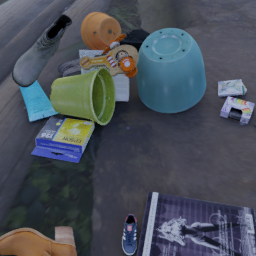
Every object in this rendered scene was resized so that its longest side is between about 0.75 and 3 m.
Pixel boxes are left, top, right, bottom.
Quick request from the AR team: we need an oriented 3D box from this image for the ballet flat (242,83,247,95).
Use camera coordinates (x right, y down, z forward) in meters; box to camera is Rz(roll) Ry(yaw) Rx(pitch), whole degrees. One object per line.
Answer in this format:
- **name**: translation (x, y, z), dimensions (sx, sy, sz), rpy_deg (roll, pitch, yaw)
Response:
- **ballet flat**: translation (5.076, -1.737, 12.366), dimensions (0.326, 0.326, 0.939), rpy_deg (1, 41, 1)

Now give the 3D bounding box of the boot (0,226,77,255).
- **boot**: translation (-2.193, 3.197, 6.550), dimensions (1.973, 0.757, 1.532), rpy_deg (1, 42, -13)

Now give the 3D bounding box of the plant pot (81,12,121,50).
- **plant pot**: translation (-0.991, -3.900, 11.326), dimensions (1.526, 1.526, 1.068), rpy_deg (-26, 28, -26)

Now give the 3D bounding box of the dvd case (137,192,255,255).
- **dvd case**: translation (1.822, 2.824, 7.243), dimensions (2.973, 0.237, 2.211), rpy_deg (8, 42, 9)

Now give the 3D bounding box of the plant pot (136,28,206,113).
- **plant pot**: translation (1.614, -2.426, 11.006), dimensions (2.884, 2.315, 2.884), rpy_deg (-7, 56, 10)

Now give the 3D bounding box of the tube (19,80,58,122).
- **tube**: translation (-3.929, -1.368, 11.702), dimensions (1.115, 0.726, 2.879), rpy_deg (-22, 52, -18)

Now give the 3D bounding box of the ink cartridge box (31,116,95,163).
- **ink cartridge box**: translation (-2.284, 0.331, 9.952), dimensions (1.748, 0.416, 1.768), rpy_deg (9, 40, 9)

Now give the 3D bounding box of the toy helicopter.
- **toy helicopter**: translation (-0.672, -2.433, 9.669), dimensions (2.067, 0.815, 1.367), rpy_deg (-5, 84, 8)

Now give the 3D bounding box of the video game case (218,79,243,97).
- **video game case**: translation (4.483, -1.764, 12.312), dimensions (0.988, 0.119, 1.084), rpy_deg (-3, 39, 21)

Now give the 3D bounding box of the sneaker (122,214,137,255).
- **sneaker**: translation (0.040, 2.707, 7.228), dimensions (0.386, 0.435, 1.029), rpy_deg (0, 42, 0)

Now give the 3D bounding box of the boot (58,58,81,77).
- **boot**: translation (-1.806, -2.758, 13.044), dimensions (2.754, 0.961, 1.813), rpy_deg (-9, 39, -15)

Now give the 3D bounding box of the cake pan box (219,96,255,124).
- **cake pan box**: translation (4.365, -0.718, 11.193), dimensions (1.111, 0.316, 1.206), rpy_deg (19, 45, 23)

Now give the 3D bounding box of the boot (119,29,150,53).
- **boot**: translation (0.775, -4.616, 15.219), dimensions (2.377, 0.879, 1.948), rpy_deg (19, 42, 22)

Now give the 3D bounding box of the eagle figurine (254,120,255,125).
- **eagle figurine**: translation (5.839, -0.663, 10.612), dimensions (1.606, 1.597, 2.116), rpy_deg (-10, 58, 55)

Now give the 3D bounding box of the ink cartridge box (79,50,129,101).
- **ink cartridge box**: translation (-0.906, -2.148, 11.256), dimensions (1.902, 2.345, 0.588), rpy_deg (2, 41, 2)

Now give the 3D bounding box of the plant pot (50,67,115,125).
- **plant pot**: translation (-1.773, -1.219, 10.670), dimensions (1.959, 2.131, 2.131), rpy_deg (3, 41, 20)

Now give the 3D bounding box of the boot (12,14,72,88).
- **boot**: translation (-2.784, -2.564, 9.003), dimensions (0.843, 1.626, 2.489), rpy_deg (35, 60, -18)
